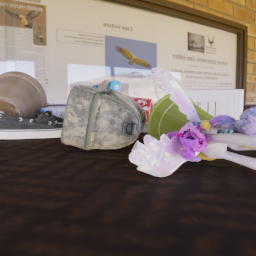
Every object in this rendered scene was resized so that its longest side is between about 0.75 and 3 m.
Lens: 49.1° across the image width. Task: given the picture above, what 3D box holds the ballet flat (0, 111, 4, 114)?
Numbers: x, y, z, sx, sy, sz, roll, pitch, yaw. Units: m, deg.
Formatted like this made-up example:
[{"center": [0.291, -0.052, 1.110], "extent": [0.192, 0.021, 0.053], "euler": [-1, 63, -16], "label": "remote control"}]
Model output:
[{"center": [-6.644, -0.427, 13.121], "extent": [2.050, 0.712, 0.712], "euler": [-6, 7, -10], "label": "ballet flat"}]

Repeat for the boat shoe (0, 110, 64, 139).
[{"center": [-2.824, -0.134, 9.080], "extent": [2.986, 0.845, 1.025], "euler": [-3, 7, -22], "label": "boat shoe"}]

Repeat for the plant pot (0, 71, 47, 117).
[{"center": [-4.458, -0.834, 10.604], "extent": [2.312, 2.312, 2.006], "euler": [0, 22, -2], "label": "plant pot"}]

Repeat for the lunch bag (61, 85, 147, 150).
[{"center": [-0.485, -0.242, 7.471], "extent": [1.891, 1.571, 2.255], "euler": [14, 8, 5], "label": "lunch bag"}]

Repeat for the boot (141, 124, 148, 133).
[{"center": [0.095, -0.041, 10.204], "extent": [1.163, 0.422, 1.057], "euler": [-11, 25, -26], "label": "boot"}]

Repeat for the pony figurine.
[{"center": [1.203, 0.145, 4.628], "extent": [2.181, 1.816, 2.105], "euler": [1, -26, 42], "label": "pony figurine"}]

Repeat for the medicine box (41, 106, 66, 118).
[{"center": [-2.450, -0.398, 11.173], "extent": [1.736, 0.893, 1.581], "euler": [-2, 7, -6], "label": "medicine box"}]

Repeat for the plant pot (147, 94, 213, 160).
[{"center": [1.388, 0.053, 6.272], "extent": [1.443, 1.443, 1.370], "euler": [-3, 20, -27], "label": "plant pot"}]

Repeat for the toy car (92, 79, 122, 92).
[{"center": [-0.797, -1.333, 16.838], "extent": [2.703, 2.390, 2.491], "euler": [28, -15, -31], "label": "toy car"}]

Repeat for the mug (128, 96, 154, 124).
[{"center": [-0.113, -0.669, 11.340], "extent": [2.238, 1.493, 1.986], "euler": [5, 9, 13], "label": "mug"}]

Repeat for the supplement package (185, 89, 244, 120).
[{"center": [3.476, -0.884, 12.316], "extent": [2.908, 1.593, 1.654], "euler": [2, 7, 20], "label": "supplement package"}]
